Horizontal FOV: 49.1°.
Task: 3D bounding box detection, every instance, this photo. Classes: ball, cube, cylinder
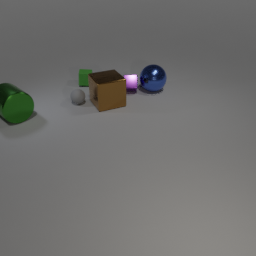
[{"bbox_3d":[1.294,-2.575,14.476,1.400,1.400,1.400,0,33,0],"label":"ball"},{"bbox_3d":[-0.981,-1.801,13.264,1.400,1.400,1.400,-14,35,-21],"label":"cube"},{"bbox_3d":[-5.028,-1.089,12.114,1.400,1.400,1.400,-28,42,-36],"label":"cylinder"},{"bbox_3d":[-2.390,-1.515,13.346,0.700,0.700,0.700,0,33,0],"label":"ball"},{"bbox_3d":[0.125,-2.301,14.452,0.700,0.700,0.700,-1,-7,-1],"label":"cube"},{"bbox_3d":[-2.316,-2.756,15.272,0.700,0.700,0.700,2,31,-6],"label":"cube"}]
